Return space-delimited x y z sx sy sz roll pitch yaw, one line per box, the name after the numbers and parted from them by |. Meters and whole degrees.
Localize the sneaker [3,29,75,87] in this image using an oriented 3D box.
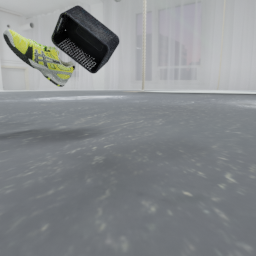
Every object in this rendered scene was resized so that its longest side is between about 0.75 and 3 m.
-2.775 -2.357 8.937 2.446 0.935 0.922 36 14 -41 | sneaker

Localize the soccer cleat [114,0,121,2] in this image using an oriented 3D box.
0.244 -3.640 6.604 0.696 1.633 0.560 44 19 12 | soccer cleat

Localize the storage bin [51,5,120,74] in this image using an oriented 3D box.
-1.422 -2.954 9.401 1.923 1.300 0.902 37 43 -5 | storage bin
